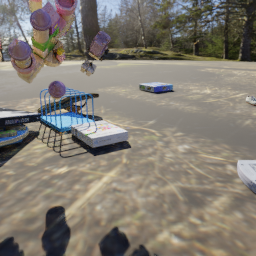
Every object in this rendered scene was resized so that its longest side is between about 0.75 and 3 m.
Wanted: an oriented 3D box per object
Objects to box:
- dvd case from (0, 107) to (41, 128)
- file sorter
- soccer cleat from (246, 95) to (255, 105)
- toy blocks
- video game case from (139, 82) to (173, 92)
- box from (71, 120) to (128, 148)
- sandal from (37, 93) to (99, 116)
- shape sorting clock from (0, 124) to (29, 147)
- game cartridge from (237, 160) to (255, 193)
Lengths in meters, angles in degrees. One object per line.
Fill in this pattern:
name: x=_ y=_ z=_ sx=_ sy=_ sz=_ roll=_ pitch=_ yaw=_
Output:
dvd case: x=-4.099 y=-0.378 z=8.153 sx=2.033 sy=0.335 sz=2.705 roll=9 pitch=7 yaw=9
file sorter: x=-2.136 y=-0.719 z=9.702 sx=1.293 sy=1.143 sz=1.864 roll=-11 pitch=20 yaw=-35
soccer cleat: x=5.738 y=-1.267 z=12.841 sx=0.333 sy=0.373 sz=0.961 roll=-4 pitch=18 yaw=-12
toy blocks: x=-1.713 y=-2.063 z=6.162 sx=2.392 sy=2.235 sz=2.013 roll=33 pitch=-17 yaw=-8
video game case: x=1.693 y=-2.490 z=16.942 sx=1.546 sy=0.351 sz=1.401 roll=-12 pitch=21 yaw=-35
box: x=-0.875 y=0.141 z=8.304 sx=1.153 sy=0.304 sz=1.479 roll=-10 pitch=21 yaw=-31
sandal: x=-2.324 y=-0.875 z=11.227 sx=2.479 sy=0.677 sz=1.013 roll=-23 pitch=19 yaw=-21
shape sorting clock: x=-4.402 y=0.090 z=7.960 sx=2.995 sy=0.588 sz=2.995 roll=0 pitch=17 yaw=0
game cartridge: x=2.718 y=0.984 z=5.633 sx=0.837 sy=0.261 sz=1.256 roll=-3 pitch=17 yaw=3
